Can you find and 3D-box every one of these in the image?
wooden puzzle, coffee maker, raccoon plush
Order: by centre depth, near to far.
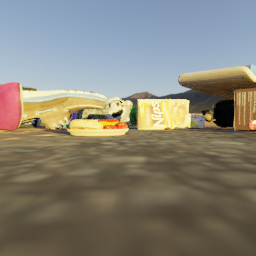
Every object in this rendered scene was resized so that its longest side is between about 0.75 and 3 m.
[{"bbox_3d":[3.153,-0.367,7.860,1.419,0.995,1.478,-24,8,-19],"label":"coffee maker"},{"bbox_3d":[3.368,-1.283,8.338,2.861,0.662,2.650,14,-3,-30],"label":"wooden puzzle"},{"bbox_3d":[-1.041,-0.684,11.788,1.968,1.421,2.937,8,-1,-18],"label":"raccoon plush"}]

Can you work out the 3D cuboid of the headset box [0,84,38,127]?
[{"bbox_3d":[-4.543,-0.637,8.788,2.704,1.254,2.354,1,2,44],"label":"headset box"}]

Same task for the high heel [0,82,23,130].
[{"bbox_3d":[-3.186,-0.387,6.018,1.419,0.995,2.952,0,-9,-34],"label":"high heel"}]

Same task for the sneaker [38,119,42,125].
[{"bbox_3d":[-4.731,-0.436,12.249,1.843,0.691,0.830,-1,-5,-14],"label":"sneaker"}]

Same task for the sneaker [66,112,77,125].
[{"bbox_3d":[-3.224,-0.721,15.595,1.020,1.122,2.537,1,2,-34],"label":"sneaker"}]

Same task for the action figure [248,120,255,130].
[{"bbox_3d":[2.570,-0.049,4.425,1.318,0.341,0.431,-3,4,2],"label":"action figure"}]

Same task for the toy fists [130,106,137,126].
[{"bbox_3d":[0.676,-0.603,12.103,1.226,0.827,2.405,-18,7,-26],"label":"toy fists"}]

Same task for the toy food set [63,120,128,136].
[{"bbox_3d":[-0.462,-0.011,4.095,0.923,0.225,0.914,-1,2,-25],"label":"toy food set"}]

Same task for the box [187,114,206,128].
[{"bbox_3d":[1.674,-0.224,7.985,0.692,0.357,1.187,6,3,-5],"label":"box"}]

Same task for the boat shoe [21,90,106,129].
[{"bbox_3d":[-1.822,-0.435,6.937,2.582,0.935,0.933,-1,0,1],"label":"boat shoe"}]

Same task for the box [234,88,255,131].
[{"bbox_3d":[2.936,-0.382,5.860,0.894,0.885,1.078,-1,2,-40],"label":"box"}]

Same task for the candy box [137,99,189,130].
[{"bbox_3d":[0.835,-0.338,6.854,1.230,0.710,0.340,-1,11,-7],"label":"candy box"}]
